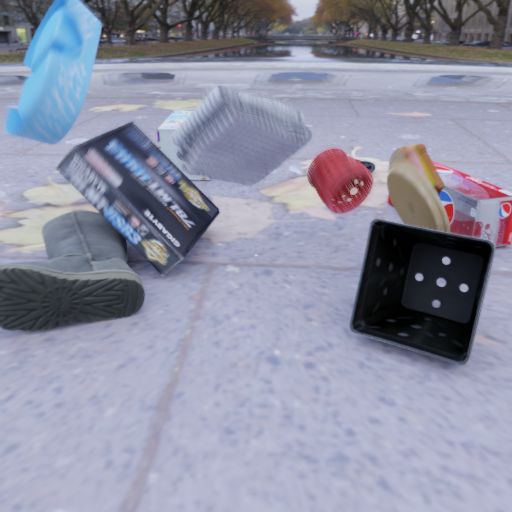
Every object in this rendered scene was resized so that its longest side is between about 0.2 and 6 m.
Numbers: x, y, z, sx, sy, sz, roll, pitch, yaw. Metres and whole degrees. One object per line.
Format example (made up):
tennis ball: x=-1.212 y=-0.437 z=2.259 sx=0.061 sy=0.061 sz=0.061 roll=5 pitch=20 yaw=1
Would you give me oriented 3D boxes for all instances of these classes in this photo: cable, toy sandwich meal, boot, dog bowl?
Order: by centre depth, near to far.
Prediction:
toy sandwich meal: x=2.465 y=-0.873 z=8.229 sx=0.538 sy=1.572 sz=1.572 roll=-30 pitch=30 yaw=-5
boot: x=-3.078 y=0.010 z=8.603 sx=2.570 sy=1.026 sz=2.827 roll=6 pitch=26 yaw=-29
dog bowl: x=-3.599 y=-3.340 z=10.112 sx=0.772 sy=3.113 sz=1.735 roll=26 pitch=-39 yaw=-37
cable: x=2.550 y=-2.317 z=14.732 sx=1.142 sy=0.356 sz=1.400 roll=-13 pitch=25 yaw=-38

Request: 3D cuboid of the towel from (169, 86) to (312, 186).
towel: x=-0.236 y=-1.851 z=9.016 sx=1.852 sy=0.792 sz=1.533 roll=5 pitch=-27 yaw=-42

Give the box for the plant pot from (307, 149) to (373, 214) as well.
plant pot: x=1.499 y=-1.407 z=10.220 sx=0.980 sy=0.980 sz=0.892 roll=-11 pitch=46 yaw=-24

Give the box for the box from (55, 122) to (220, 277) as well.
box: x=-1.899 y=-1.098 z=9.753 sx=0.601 sy=2.419 sz=2.401 roll=-41 pitch=9 yaw=22

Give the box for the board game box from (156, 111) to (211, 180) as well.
board game box: x=-1.724 y=-2.993 z=14.931 sx=1.337 sy=1.314 sz=2.550 roll=1 pitch=24 yaw=2

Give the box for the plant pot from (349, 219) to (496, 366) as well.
plant pot: x=2.277 y=0.395 z=7.365 sx=1.510 sy=1.506 sz=1.339 roll=14 pitch=8 yaw=28

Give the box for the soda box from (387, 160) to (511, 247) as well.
soda box: x=3.777 y=-1.114 z=11.126 sx=0.929 sy=1.026 sz=2.930 roll=-7 pitch=25 yaw=-16
